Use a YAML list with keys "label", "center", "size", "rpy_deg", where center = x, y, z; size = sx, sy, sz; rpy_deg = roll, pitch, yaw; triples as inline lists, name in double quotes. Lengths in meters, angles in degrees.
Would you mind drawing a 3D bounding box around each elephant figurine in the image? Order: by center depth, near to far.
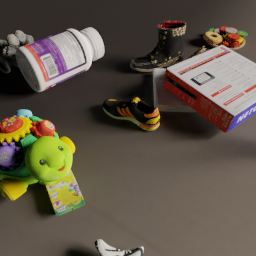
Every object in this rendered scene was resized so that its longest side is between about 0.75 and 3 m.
- label: "elephant figurine"
  center: [-4.289, -2.714, 10.087]
  size: [1.939, 1.505, 1.372]
  rpy_deg: [-3, 3, 33]

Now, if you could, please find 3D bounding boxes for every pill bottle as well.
- label: "pill bottle"
  center: [-2.206, -2.441, 9.528]
  size: [2.721, 1.516, 1.516]
  rpy_deg: [-32, 54, -27]

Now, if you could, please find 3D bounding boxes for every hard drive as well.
- label: "hard drive"
  center: [1.516, -1.300, 9.293]
  size: [1.331, 0.269, 2.018]
  rpy_deg: [2, 45, 1]

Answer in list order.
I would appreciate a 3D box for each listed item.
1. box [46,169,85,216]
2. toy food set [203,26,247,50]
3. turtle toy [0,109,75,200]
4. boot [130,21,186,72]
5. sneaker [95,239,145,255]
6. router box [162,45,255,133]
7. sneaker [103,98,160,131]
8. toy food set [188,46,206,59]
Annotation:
- label: "box"
  center: [-1.502, 1.484, 6.556]
  size: [0.693, 0.286, 1.181]
  rpy_deg: [-19, 46, -18]
- label: "toy food set"
  center: [4.036, -3.741, 11.597]
  size: [1.629, 0.396, 1.613]
  rpy_deg: [28, 52, 25]
- label: "turtle toy"
  center: [-2.322, 0.508, 6.523]
  size: [2.801, 1.416, 2.041]
  rpy_deg: [24, 49, 33]
- label: "boot"
  center: [1.097, -2.868, 9.912]
  size: [2.090, 1.574, 0.765]
  rpy_deg: [-9, 46, -9]
- label: "sneaker"
  center: [-0.056, 2.475, 5.458]
  size: [0.751, 0.461, 1.154]
  rpy_deg: [-34, 54, -30]
- label: "router box"
  center: [3.006, -1.394, 8.820]
  size: [2.884, 0.705, 2.589]
  rpy_deg: [-27, 55, -29]
- label: "sneaker"
  center: [0.089, -0.628, 8.218]
  size: [1.897, 0.854, 0.664]
  rpy_deg: [24, 50, 22]
- label: "toy food set"
  center: [2.452, -2.558, 10.050]
  size: [0.242, 0.834, 1.207]
  rpy_deg: [52, 31, -10]
